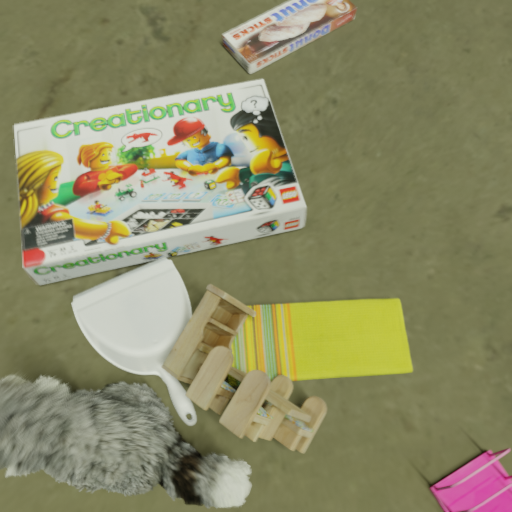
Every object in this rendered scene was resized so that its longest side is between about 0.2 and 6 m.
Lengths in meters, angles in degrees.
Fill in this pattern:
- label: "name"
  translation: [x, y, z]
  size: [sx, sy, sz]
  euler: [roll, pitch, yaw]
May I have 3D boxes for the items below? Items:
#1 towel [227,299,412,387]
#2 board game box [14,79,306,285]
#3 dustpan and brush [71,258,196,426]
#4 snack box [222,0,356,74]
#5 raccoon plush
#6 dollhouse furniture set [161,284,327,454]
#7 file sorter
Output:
- label: "towel"
  translation: [1.008, 1.447, 9.512]
  size: [3.097, 0.280, 1.333]
  euler: [-3, 69, -3]
- label: "board game box"
  translation: [-1.857, -1.493, 10.544]
  size: [4.965, 0.859, 3.134]
  euler: [-13, 64, -7]
- label: "dustpan and brush"
  translation: [-1.671, 1.531, 9.277]
  size: [1.889, 0.774, 2.706]
  euler: [-25, 60, -18]
- label: "snack box"
  translation: [0.766, -5.166, 12.622]
  size: [2.981, 0.362, 1.072]
  euler: [-32, 68, -15]
- label: "raccoon plush"
  translation: [-1.981, 2.361, 7.391]
  size: [3.412, 2.286, 1.651]
  euler: [-7, 68, 28]
- label: "dollhouse furniture set"
  translation: [-0.085, 1.625, 8.314]
  size: [2.226, 1.951, 1.478]
  euler: [26, 82, 37]
- label: "file sorter"
  translation: [3.538, 3.743, 7.938]
  size: [1.143, 1.031, 1.644]
  euler: [-26, 67, -12]
